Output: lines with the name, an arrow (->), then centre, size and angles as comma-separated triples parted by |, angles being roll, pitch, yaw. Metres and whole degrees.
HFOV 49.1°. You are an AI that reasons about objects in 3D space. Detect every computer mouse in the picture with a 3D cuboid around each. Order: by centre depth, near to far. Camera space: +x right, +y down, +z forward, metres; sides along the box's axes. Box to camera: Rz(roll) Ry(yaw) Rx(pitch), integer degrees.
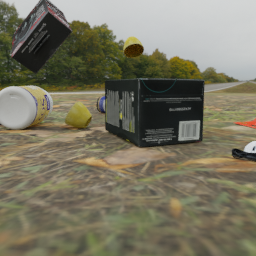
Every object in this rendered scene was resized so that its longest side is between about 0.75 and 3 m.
computer mouse -> 2.967, 0.497, 6.574 | 0.724, 0.289, 1.320 | 5, 10, 35

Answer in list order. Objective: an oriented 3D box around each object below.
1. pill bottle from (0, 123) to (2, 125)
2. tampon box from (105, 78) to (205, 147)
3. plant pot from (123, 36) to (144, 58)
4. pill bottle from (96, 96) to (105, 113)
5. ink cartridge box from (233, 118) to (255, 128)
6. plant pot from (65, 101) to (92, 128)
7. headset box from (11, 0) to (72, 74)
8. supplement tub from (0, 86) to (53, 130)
pill bottle -> -5.181, -0.419, 11.389 | 1.011, 0.565, 0.565 | 1, 9, 4
tampon box -> 0.676, -0.627, 8.767 | 2.126, 1.791, 2.837 | -4, 10, -21
plant pot -> 0.216, -3.914, 13.298 | 0.985, 0.699, 0.985 | -9, -26, -4
pill bottle -> -0.825, -1.267, 15.464 | 1.680, 0.940, 0.940 | 5, 10, 29
ink cartridge box -> 6.022, -0.381, 10.941 | 2.813, 0.803, 2.286 | 2, 9, -14
plant pot -> -1.789, -0.393, 10.548 | 0.705, 0.993, 0.993 | 32, 15, 8
headset box -> -3.007, -3.201, 9.590 | 1.000, 1.928, 2.591 | 35, 18, -35
supplement tub -> -3.944, -0.849, 10.883 | 1.571, 1.571, 2.161 | 1, 10, 6
